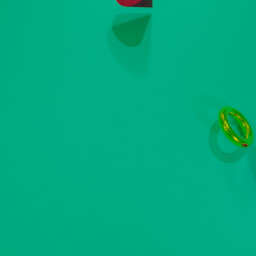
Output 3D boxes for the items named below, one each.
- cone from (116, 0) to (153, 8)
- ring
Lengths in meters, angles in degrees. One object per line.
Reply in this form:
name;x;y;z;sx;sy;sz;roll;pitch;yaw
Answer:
cone;0.446;-3.879;8.293;1.234;1.239;1.234;-6;79;31
ring;2.854;-0.038;7.400;1.236;0.247;1.236;20;50;-26
